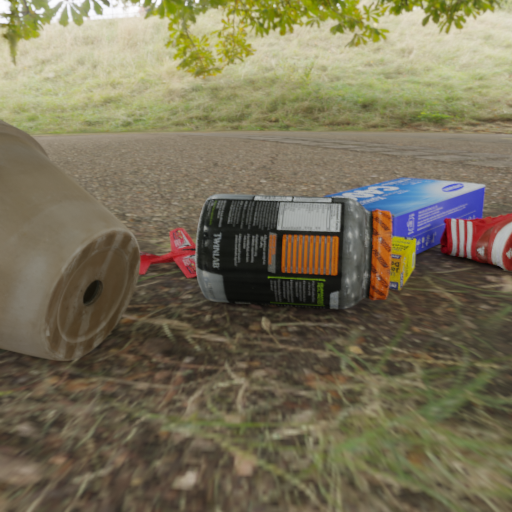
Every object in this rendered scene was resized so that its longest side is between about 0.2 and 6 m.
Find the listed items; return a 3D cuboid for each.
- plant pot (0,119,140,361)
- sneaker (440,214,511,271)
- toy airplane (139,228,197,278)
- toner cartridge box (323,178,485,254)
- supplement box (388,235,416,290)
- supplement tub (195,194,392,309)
[{"bbox_3d":[-2.775,-0.033,6.536,2.399,2.765,2.765,23,23,17],"label":"plant pot"},{"bbox_3d":[4.526,-0.583,10.675,1.616,1.096,2.798,15,21,40],"label":"sneaker"},{"bbox_3d":[-1.496,0.027,9.784,1.683,0.310,1.683,7,29,-4],"label":"toy airplane"},{"bbox_3d":[2.979,-0.884,11.844,2.129,0.968,4.483,13,20,38],"label":"toner cartridge box"},{"bbox_3d":[2.197,0.081,9.034,0.543,0.546,0.997,8,25,27],"label":"supplement box"},{"bbox_3d":[0.552,-0.062,7.883,2.569,1.574,1.574,3,16,8],"label":"supplement tub"}]
